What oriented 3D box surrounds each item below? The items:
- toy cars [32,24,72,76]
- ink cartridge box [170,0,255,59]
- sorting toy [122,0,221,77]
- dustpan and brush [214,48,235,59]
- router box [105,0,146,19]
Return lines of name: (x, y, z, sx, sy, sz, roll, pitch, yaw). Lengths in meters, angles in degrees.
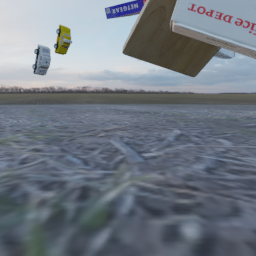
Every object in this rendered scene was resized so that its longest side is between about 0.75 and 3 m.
toy cars: (-2.456, -2.587, 9.371, 0.455, 2.056, 0.922, 20, -28, 33)
ink cartridge box: (2.115, -2.799, 4.861, 2.030, 2.771, 1.147, 20, 12, 4)
sorting toy: (1.445, -2.829, 7.708, 2.488, 0.871, 2.503, 14, -36, -18)
dustpan and brush: (3.019, -3.504, 10.918, 2.245, 1.567, 0.642, 13, -22, -13)
router box: (0.247, -4.087, 9.548, 1.561, 0.381, 1.401, 3, 24, 35)
